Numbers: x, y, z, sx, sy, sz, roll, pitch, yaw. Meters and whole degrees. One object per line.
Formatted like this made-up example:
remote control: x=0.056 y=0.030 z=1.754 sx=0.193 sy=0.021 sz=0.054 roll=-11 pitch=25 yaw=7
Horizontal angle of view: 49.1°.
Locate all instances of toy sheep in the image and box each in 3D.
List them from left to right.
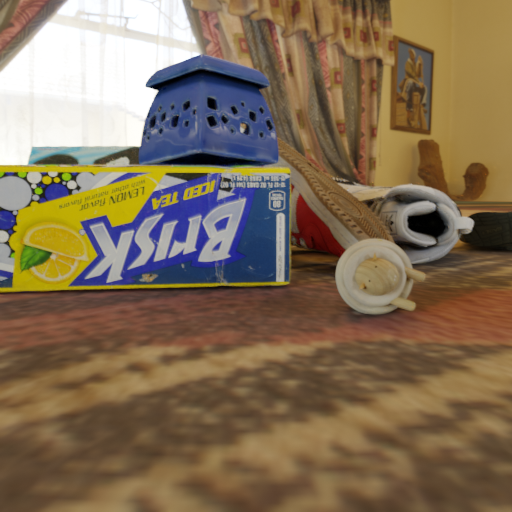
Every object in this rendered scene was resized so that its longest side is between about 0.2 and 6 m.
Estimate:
toy sheep: x=1.094 y=0.197 z=5.144 sx=0.766 sy=0.766 sz=1.111 roll=0 pitch=-5 yaw=3

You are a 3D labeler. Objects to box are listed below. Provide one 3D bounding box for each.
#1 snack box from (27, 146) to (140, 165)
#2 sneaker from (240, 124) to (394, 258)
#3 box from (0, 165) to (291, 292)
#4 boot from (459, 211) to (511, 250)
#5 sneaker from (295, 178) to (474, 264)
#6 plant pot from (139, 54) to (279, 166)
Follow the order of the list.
snack box: x=-1.881 y=-0.743 z=8.188 sx=3.115 sy=1.810 sz=0.578 roll=0 pitch=-27 yaw=4
sneaker: x=0.392 y=-0.422 z=8.647 sx=1.281 sy=2.022 sz=3.596 roll=11 pitch=28 yaw=-48
box: x=-1.631 y=-0.363 z=6.584 sx=3.981 sy=1.395 sz=1.280 roll=-1 pitch=7 yaw=-7
boot: x=5.037 y=-0.494 z=10.383 sx=2.473 sy=0.837 sz=1.615 roll=4 pitch=3 yaw=21
sneaker: x=1.699 y=-0.634 z=9.069 sx=3.483 sy=1.309 sz=2.002 roll=4 pitch=5 yaw=7
plant pot: x=-0.595 y=-1.699 z=6.868 sx=1.310 sy=1.178 sz=1.310 roll=-3 pitch=3 yaw=-44
